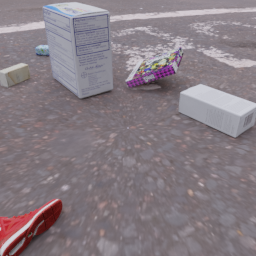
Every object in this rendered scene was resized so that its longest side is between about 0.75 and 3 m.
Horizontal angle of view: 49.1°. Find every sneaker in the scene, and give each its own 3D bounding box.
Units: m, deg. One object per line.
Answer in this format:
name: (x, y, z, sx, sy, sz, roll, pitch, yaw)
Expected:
sneaker: (-2.019, 1.745, 5.403, 0.832, 0.564, 1.440, 21, 36, 28)

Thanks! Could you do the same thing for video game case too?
video game case: (1.114, -2.480, 11.417, 2.089, 0.374, 1.894, -12, 32, 30)

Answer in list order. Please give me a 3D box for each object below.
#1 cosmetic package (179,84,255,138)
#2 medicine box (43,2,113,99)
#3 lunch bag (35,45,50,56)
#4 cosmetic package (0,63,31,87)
cosmetic package: (2.838, -0.624, 9.013, 1.116, 0.784, 2.199, -24, 39, -33)
medicine box: (-1.940, -3.093, 10.911, 1.541, 2.993, 2.727, -20, 37, -29)
lunch bag: (-4.445, -4.251, 15.266, 1.035, 0.427, 0.832, 5, 33, 8)
cosmetic package: (-4.762, -2.235, 11.789, 0.452, 0.640, 1.237, 17, 37, 25)
